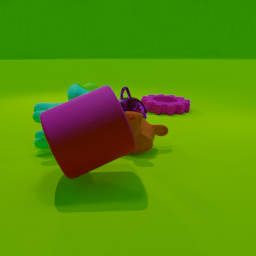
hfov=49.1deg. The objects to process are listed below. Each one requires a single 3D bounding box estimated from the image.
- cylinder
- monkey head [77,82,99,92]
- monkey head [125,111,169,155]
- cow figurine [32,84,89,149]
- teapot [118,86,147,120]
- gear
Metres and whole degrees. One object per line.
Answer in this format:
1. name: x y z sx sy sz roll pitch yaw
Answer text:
1. cylinder: -0.705 0.071 5.108 1.321 1.321 1.321 -24 19 -6
2. monkey head: -1.699 -1.485 11.642 1.754 1.057 1.262 12 34 -53
3. monkey head: 0.147 -0.017 6.714 1.671 1.202 1.007 9 34 6
4. cow figurine: -1.434 -0.229 6.663 1.562 1.587 0.871 -1 27 -15
5. teapot: 0.106 -0.364 7.902 1.060 1.705 0.835 -8 -14 -39
6. gear: 1.524 -0.995 11.443 1.979 0.366 1.979 2 20 -1
